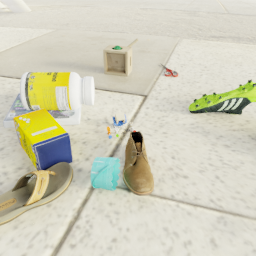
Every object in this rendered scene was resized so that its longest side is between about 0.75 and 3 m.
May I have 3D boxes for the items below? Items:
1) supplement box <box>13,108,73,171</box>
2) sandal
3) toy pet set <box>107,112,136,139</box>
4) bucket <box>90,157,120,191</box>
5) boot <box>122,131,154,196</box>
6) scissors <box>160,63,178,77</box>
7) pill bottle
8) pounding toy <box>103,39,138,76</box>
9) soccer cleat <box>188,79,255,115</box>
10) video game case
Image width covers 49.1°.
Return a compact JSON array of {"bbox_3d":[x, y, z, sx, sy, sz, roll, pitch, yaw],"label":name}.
[{"bbox_3d":[-2.817,0.377,9.230,1.135,1.128,2.073,-21,38,-29],"label":"supplement box"},{"bbox_3d":[-2.667,1.633,7.615,2.743,0.741,1.102,-26,41,-35],"label":"sandal"},{"bbox_3d":[-0.322,-0.040,10.675,1.059,0.562,0.989,-11,68,-11],"label":"toy pet set"},{"bbox_3d":[-0.633,1.288,7.973,0.649,0.997,0.997,5,33,11],"label":"bucket"},{"bbox_3d":[0.267,0.984,8.501,0.899,0.922,2.443,-2,34,-6],"label":"boot"},{"bbox_3d":[2.352,-3.345,16.079,0.773,0.147,2.113,-4,31,-1],"label":"scissors"},{"bbox_3d":[-2.737,-1.468,11.168,2.698,1.517,1.517,-1,32,-2],"label":"pill bottle"},{"bbox_3d":[-0.374,-3.947,15.449,1.634,1.775,1.262,9,33,14],"label":"pounding toy"},{"bbox_3d":[4.043,-0.978,11.587,2.980,1.208,1.006,-17,31,14],"label":"soccer cleat"},{"bbox_3d":[-3.472,-0.885,11.965,2.932,0.342,2.665,-3,32,-5],"label":"video game case"}]
